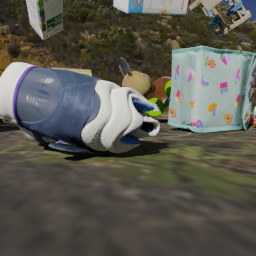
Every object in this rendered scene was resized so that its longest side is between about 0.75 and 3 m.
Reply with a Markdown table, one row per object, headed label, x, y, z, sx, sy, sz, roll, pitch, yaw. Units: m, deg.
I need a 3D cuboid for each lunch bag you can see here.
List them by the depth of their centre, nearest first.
| label | x | y | z | sx | sy | sz | roll | pitch | yaw |
| --- | --- | --- | --- | --- | --- | --- | --- | --- | --- |
| lunch bag | 2.427 | -0.983 | 7.369 | 2.461 | 2.096 | 1.501 | 0 | 9 | -24 |

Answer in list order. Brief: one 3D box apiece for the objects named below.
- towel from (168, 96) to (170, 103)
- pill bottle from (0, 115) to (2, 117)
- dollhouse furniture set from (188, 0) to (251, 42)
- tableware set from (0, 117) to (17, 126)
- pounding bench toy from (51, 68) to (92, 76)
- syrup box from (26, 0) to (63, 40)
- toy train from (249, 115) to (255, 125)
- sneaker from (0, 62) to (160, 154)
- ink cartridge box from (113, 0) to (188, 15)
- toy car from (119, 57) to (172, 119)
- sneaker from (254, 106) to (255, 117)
| label | x | y | z | sx | sy | sz | roll | pitch | yaw |
| --- | --- | --- | --- | --- | --- | --- | --- | --- | --- |
| towel | 2.670 | -0.615 | 10.450 | 1.912 | 0.988 | 2.309 | 3 | 3 | 23 |
| pill bottle | -6.445 | -1.273 | 15.018 | 2.889 | 1.571 | 1.571 | -1 | 4 | 5 |
| dollhouse furniture set | 2.059 | -2.620 | 6.404 | 1.061 | 1.067 | 1.514 | -32 | 14 | 32 |
| tableware set | -4.152 | -0.222 | 9.484 | 1.495 | 0.340 | 2.219 | 0 | 2 | -34 |
| pounding bench toy | -1.772 | -0.572 | 8.714 | 1.238 | 1.993 | 1.555 | -3 | -27 | -25 |
| syrup box | -2.392 | -3.501 | 8.064 | 0.766 | 0.793 | 1.946 | -36 | -7 | -20 |
| toy train | 4.836 | -0.310 | 9.691 | 1.523 | 0.424 | 1.144 | -1 | 4 | -3 |
| sneaker | -0.518 | -0.080 | 4.119 | 1.885 | 1.037 | 2.574 | 17 | -7 | 2 |
| ink cartridge box | 0.576 | -3.445 | 6.791 | 1.565 | 1.148 | 1.143 | -7 | 32 | -20 |
| toy car | 0.658 | -1.860 | 11.876 | 2.198 | 2.786 | 2.288 | -44 | 2 | -5 |
| sneaker | 4.539 | -0.240 | 7.408 | 2.240 | 0.848 | 0.863 | 1 | 26 | 26 |
